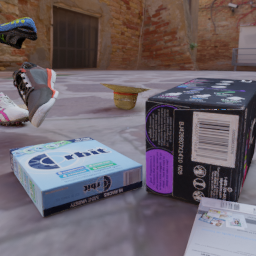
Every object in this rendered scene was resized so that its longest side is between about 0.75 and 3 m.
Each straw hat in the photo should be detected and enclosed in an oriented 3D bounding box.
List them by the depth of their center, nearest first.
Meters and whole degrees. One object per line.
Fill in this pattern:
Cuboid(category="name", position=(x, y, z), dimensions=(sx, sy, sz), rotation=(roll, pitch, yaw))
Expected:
Cuboid(category="straw hat", position=(-0.100, -1.301, 11.928), dimensions=(2.335, 0.988, 2.335), rotation=(7, 9, -1))

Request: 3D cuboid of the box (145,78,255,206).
Cuboid(category="box", position=(1.497, 0.054, 5.044), dimensions=(1.413, 1.628, 2.664), rotation=(9, 20, 28))

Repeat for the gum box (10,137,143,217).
Cuboid(category="gum box", position=(-1.010, 0.707, 5.042), dimensions=(1.710, 0.448, 2.013), rotation=(-9, 17, -32))

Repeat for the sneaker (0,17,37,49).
Cuboid(category="sneaker", position=(-2.973, -2.226, 6.933), dimensions=(1.609, 0.667, 0.571), rotation=(-8, 31, 17))

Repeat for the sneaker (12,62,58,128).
Cuboid(category="sneaker", position=(-2.628, -0.995, 7.523), dimensions=(1.137, 1.070, 2.777), rotation=(29, 18, -29))

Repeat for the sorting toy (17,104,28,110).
Cuboid(category="sorting toy", position=(-4.567, -0.873, 11.851), dimensions=(0.919, 0.183, 1.244), rotation=(-18, 26, -39))

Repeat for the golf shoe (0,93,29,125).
Cuboid(category="golf shoe", position=(-4.151, -0.645, 9.310), dimensions=(2.191, 1.009, 0.795), rotation=(8, 15, 25))

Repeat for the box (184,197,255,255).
Cuboid(category="box", position=(1.266, 1.296, 3.028), dimensions=(1.162, 0.307, 1.490), rotation=(5, 14, 21))
